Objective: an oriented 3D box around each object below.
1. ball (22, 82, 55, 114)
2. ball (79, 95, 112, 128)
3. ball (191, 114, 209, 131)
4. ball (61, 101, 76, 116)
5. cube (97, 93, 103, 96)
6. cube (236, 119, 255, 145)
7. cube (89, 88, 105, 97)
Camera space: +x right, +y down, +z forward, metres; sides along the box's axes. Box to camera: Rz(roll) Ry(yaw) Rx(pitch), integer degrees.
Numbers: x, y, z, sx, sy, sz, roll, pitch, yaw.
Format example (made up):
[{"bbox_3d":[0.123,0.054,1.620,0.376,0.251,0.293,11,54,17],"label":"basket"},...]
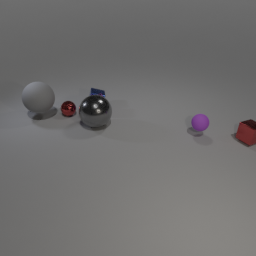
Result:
[{"bbox_3d":[-3.958,-1.342,12.402,1.400,1.400,1.400,0,31,0],"label":"ball"},{"bbox_3d":[-1.373,-0.703,11.844,1.400,1.400,1.400,0,31,0],"label":"ball"},{"bbox_3d":[2.889,-0.219,11.191,0.700,0.700,0.700,0,31,0],"label":"ball"},{"bbox_3d":[-2.733,-0.903,12.858,0.700,0.700,0.700,0,31,0],"label":"ball"},{"bbox_3d":[-1.431,-1.080,12.944,0.700,0.700,0.700,-21,25,17],"label":"cube"},{"bbox_3d":[4.759,0.155,10.892,0.700,0.700,0.700,-12,32,-28],"label":"cube"},{"bbox_3d":[-1.530,-1.454,13.643,0.700,0.700,0.700,11,27,-14],"label":"cube"}]
